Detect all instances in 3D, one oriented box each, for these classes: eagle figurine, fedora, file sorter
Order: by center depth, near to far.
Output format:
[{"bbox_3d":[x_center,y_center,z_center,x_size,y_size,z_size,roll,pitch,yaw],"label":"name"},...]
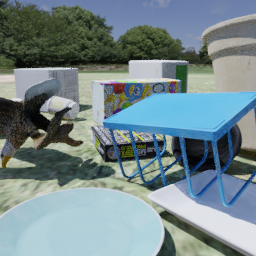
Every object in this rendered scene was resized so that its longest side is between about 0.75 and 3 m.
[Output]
[{"bbox_3d":[0.909,0.237,4.640,2.094,1.285,1.453,6,28,45],"label":"file sorter"},{"bbox_3d":[-2.395,-0.111,5.645,2.419,1.836,1.826,18,55,21],"label":"eagle figurine"},{"bbox_3d":[1.668,0.353,5.901,1.428,1.428,0.652,9,-19,33],"label":"fedora"}]

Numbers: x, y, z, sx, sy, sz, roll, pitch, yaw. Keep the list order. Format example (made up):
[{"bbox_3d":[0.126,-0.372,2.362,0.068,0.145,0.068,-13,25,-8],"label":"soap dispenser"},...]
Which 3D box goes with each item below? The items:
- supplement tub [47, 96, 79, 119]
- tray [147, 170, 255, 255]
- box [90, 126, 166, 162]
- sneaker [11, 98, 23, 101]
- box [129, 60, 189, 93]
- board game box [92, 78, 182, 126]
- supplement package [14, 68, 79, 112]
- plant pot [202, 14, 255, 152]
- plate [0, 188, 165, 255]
[{"bbox_3d":[-2.407,-0.739,10.421,1.012,0.734,0.734,16,18,20],"label":"supplement tub"},{"bbox_3d":[1.749,1.224,3.348,1.565,0.323,2.914,-10,16,-38],"label":"tray"},{"bbox_3d":[-0.079,0.297,7.009,1.462,0.404,1.825,-4,14,-17],"label":"box"},{"bbox_3d":[-3.960,-0.149,8.085,2.695,1.038,1.148,-6,23,5],"label":"sneaker"},{"bbox_3d":[1.352,-1.964,12.646,1.836,2.132,2.143,-11,17,-38],"label":"box"},{"bbox_3d":[0.286,-0.985,10.030,2.859,1.472,1.499,-5,15,-22],"label":"board game box"},{"bbox_3d":[-3.603,-1.820,12.791,1.805,1.791,2.378,5,14,19],"label":"supplement package"},{"bbox_3d":[3.259,-0.916,6.591,2.993,2.739,2.993,0,5,0],"label":"plant pot"},{"bbox_3d":[-0.597,1.264,3.328,2.051,0.262,2.051,-1,14,0],"label":"plate"}]
